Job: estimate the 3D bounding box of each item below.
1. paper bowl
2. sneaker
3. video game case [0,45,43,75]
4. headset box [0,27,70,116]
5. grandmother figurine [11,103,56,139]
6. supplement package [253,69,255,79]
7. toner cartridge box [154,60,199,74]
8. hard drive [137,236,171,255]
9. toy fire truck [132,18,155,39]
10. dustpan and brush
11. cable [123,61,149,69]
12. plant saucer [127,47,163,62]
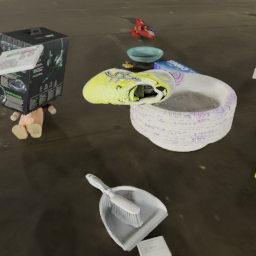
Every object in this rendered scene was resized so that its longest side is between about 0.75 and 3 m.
[{"bbox_3d":[1.505,-0.442,8.111,2.891,1.503,2.891,0,34,0],"label":"paper bowl"},{"bbox_3d":[-0.084,-0.960,6.675,2.344,0.884,0.896,-4,21,22],"label":"sneaker"},{"bbox_3d":[-2.683,-1.659,6.807,1.091,0.129,0.993,-8,42,8],"label":"video game case"},{"bbox_3d":[-2.850,-1.877,8.583,1.069,2.304,2.006,22,30,10],"label":"headset box"},{"bbox_3d":[-3.080,-0.561,9.171,1.407,0.703,2.320,0,34,-14],"label":"grandmother figurine"},{"bbox_3d":[5.852,-2.463,12.318,0.425,0.442,0.777,22,38,29],"label":"supplement package"},{"bbox_3d":[2.114,-2.370,12.143,1.029,0.468,2.167,-15,35,-23],"label":"toner cartridge box"},{"bbox_3d":[0.528,2.350,5.027,0.519,0.105,0.787,-9,33,-14],"label":"hard drive"},{"bbox_3d":[1.051,-6.322,18.177,1.393,0.930,1.659,21,31,-12],"label":"toy fire truck"},{"bbox_3d":[-0.257,1.528,5.909,1.868,0.534,1.303,22,38,40],"label":"dustpan and brush"},{"bbox_3d":[0.383,-2.947,13.396,1.254,0.316,0.609,15,16,1],"label":"cable"},{"bbox_3d":[0.880,-3.778,14.502,1.883,0.338,1.883,0,33,0],"label":"plant saucer"}]
